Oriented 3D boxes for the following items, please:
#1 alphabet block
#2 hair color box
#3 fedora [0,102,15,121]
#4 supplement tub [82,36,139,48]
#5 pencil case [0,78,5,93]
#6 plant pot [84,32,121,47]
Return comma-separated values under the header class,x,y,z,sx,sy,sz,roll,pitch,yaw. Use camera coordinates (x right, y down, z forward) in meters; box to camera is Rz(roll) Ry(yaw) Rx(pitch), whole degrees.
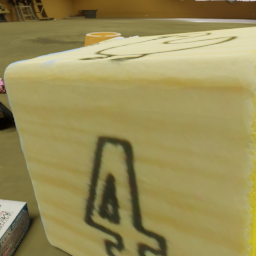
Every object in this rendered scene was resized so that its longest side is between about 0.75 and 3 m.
class,x,y,z,sx,sy,sz,roll,pitch,yaw
alphabet block,0.568,0.239,4.007,2.956,2.902,2.887,7,27,34
hair color box,-2.616,1.558,4.365,1.852,0.560,0.926,4,26,8
fedora,-4.475,-0.722,7.995,1.179,2.581,2.581,-47,43,-14
supplement tub,-0.720,-1.922,9.468,2.661,1.929,1.929,-19,28,-6
pencil case,-5.645,-1.656,11.097,1.459,0.604,0.631,-4,25,-10
plant pot,-0.993,-2.909,11.951,2.311,2.116,2.311,0,26,0
